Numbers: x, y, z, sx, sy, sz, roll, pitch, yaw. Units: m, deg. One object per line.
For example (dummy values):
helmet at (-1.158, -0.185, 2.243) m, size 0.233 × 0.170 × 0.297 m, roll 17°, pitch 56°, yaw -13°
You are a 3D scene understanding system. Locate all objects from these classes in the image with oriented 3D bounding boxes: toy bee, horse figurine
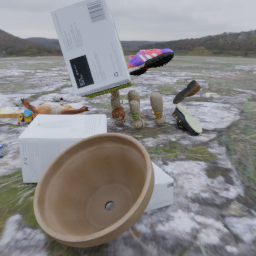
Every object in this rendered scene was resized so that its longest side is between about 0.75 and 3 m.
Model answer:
toy bee at (-4.387, -0.443, 12.059) m, size 1.387 × 0.754 × 0.908 m, roll 21°, pitch -6°, yaw 21°
horse figurine at (-3.413, -0.884, 12.943) m, size 2.917 × 0.728 × 1.933 m, roll 1°, pitch 15°, yaw -22°

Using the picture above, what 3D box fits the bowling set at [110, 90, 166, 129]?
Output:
bowling set at (-0.037, -0.570, 11.641) m, size 2.812 × 1.509 × 1.957 m, roll 16°, pitch 43°, yaw 35°

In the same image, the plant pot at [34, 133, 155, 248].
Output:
plant pot at (-0.535, 1.288, 5.483) m, size 2.336 × 1.078 × 2.336 m, roll -13°, pitch 41°, yaw 12°

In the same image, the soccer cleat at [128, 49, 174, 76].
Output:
soccer cleat at (0.880, -3.039, 12.101) m, size 0.927 × 0.995 × 2.719 m, roll -1°, pitch -6°, yaw -34°

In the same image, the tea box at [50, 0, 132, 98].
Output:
tea box at (-1.161, -2.754, 10.368) m, size 1.926 × 2.883 × 2.836 m, roll -16°, pitch 4°, yaw 3°

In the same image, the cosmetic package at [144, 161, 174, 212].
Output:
cosmetic package at (0.287, 1.263, 6.819) m, size 0.950 × 0.683 × 1.683 m, roll -8°, pitch 21°, yaw -21°

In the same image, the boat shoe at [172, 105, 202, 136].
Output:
boat shoe at (2.364, -0.220, 11.350) m, size 0.733 × 0.628 × 2.003 m, roll 23°, pitch 22°, yaw -26°

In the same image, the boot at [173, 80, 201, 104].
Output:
boot at (1.831, -1.029, 8.708) m, size 0.373 × 0.990 × 0.364 m, roll 33°, pitch 28°, yaw -33°

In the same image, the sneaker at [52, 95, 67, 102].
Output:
sneaker at (-3.952, -1.699, 16.037) m, size 0.837 × 0.340 × 0.369 m, roll 0°, pitch 17°, yaw 1°

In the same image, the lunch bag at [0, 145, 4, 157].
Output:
lunch bag at (-4.500, 0.780, 8.660) m, size 0.879 × 0.415 × 1.097 m, roll 12°, pitch 21°, yaw 36°

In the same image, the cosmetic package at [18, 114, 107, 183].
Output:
cosmetic package at (-1.681, 0.501, 8.018) m, size 2.145 × 1.319 × 2.138 m, roll -1°, pitch 19°, yaw -3°

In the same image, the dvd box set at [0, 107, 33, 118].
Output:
dvd box set at (-5.448, -0.748, 13.395) m, size 1.630 × 0.240 × 1.193 m, roll -2°, pitch 19°, yaw -6°
